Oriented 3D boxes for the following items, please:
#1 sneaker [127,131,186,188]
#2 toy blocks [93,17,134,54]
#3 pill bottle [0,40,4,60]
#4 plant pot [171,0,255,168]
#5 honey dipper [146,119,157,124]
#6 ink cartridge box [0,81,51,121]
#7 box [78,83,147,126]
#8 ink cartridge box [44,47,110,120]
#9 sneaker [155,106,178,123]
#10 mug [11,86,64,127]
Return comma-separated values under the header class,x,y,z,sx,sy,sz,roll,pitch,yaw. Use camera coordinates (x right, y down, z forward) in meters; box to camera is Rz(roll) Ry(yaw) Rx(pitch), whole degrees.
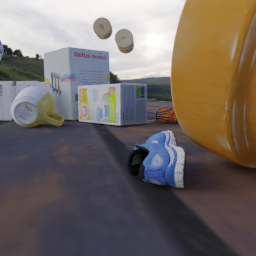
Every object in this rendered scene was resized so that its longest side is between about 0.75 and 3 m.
class,x,y,z,sx,sy,sz,roll,pitch,yaw
sneaker,0.294,0.323,3.456,0.610,0.538,1.369,3,7,-1
toy blocks,-0.412,-2.868,8.918,1.296,0.565,1.555,28,6,-1
pill bottle,-3.782,-2.245,7.235,0.882,0.882,1.568,-1,-14,-11
plant pot,2.459,-0.633,2.954,2.976,2.976,2.725,-5,23,-39
honey dipper,1.144,-0.285,10.090,1.435,0.273,0.273,-11,12,-44
ink cartridge box,-4.181,-1.068,11.088,2.643,1.533,0.897,1,7,5
box,-0.604,-0.845,9.882,1.230,1.365,2.427,-6,9,-42
ink cartridge box,-2.173,-1.852,12.023,2.073,2.866,2.082,7,9,45
sneaker,1.811,-0.466,9.893,1.620,0.628,0.908,-3,6,-27
mug,-2.940,-0.629,8.937,1.610,1.290,1.322,-7,15,-5
